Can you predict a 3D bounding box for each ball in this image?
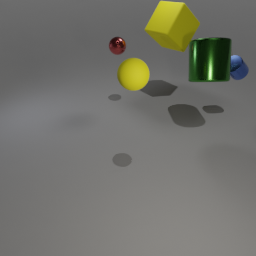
[{"bbox_3d":[0.113,-1.162,6.073,0.700,0.700,0.700,0,31,0],"label":"ball"},{"bbox_3d":[-0.421,-3.283,11.196,0.700,0.700,0.700,0,31,0],"label":"ball"}]

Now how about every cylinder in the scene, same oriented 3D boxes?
[{"bbox_3d":[2.813,-2.312,9.675,1.400,1.400,1.400,-1,10,0],"label":"cylinder"},{"bbox_3d":[4.122,-2.283,10.651,0.700,0.700,0.700,26,8,-44],"label":"cylinder"}]

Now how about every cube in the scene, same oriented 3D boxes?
[{"bbox_3d":[1.849,-4.234,11.712,1.400,1.400,1.400,26,4,-45],"label":"cube"}]
